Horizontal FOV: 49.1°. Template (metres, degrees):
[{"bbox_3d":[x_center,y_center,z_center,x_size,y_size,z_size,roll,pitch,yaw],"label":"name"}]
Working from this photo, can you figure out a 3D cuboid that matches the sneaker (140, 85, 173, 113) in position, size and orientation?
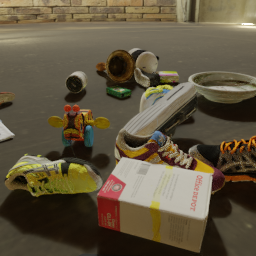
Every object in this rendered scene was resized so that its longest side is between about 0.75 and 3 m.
[{"bbox_3d":[1.433,-0.941,9.745,1.371,0.988,2.610,13,27,25],"label":"sneaker"}]

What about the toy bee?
[{"bbox_3d":[-1.287,-0.079,7.526,1.631,1.354,2.491,-7,26,-16],"label":"toy bee"}]

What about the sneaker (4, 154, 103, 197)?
[{"bbox_3d":[-1.545,1.112,5.800,2.184,0.823,0.834,0,31,24],"label":"sneaker"}]

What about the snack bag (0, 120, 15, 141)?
[{"bbox_3d":[-4.467,0.180,8.307,1.782,0.191,1.680,-19,31,-34],"label":"snack bag"}]

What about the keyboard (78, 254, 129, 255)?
[{"bbox_3d":[0.510,2.184,3.690,2.817,0.558,1.466,0,25,3],"label":"keyboard"}]

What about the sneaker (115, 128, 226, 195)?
[{"bbox_3d":[0.856,0.693,6.117,2.508,1.130,0.940,9,27,18],"label":"sneaker"}]

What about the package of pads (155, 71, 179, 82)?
[{"bbox_3d":[1.899,-2.532,13.800,1.108,0.378,0.856,1,25,1],"label":"package of pads"}]

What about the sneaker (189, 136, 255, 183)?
[{"bbox_3d":[2.743,0.642,6.374,2.665,1.029,1.043,8,28,19],"label":"sneaker"}]

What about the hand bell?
[{"bbox_3d":[-1.016,-3.186,14.620,1.544,1.544,2.966,-13,15,-26],"label":"hand bell"}]

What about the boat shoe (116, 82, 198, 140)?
[{"bbox_3d":[1.022,-0.152,7.974,2.935,1.041,1.058,-37,23,-18],"label":"boat shoe"}]

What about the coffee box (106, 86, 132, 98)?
[{"bbox_3d":[-0.393,-1.554,11.919,0.622,0.222,1.011,-21,33,-39],"label":"coffee box"}]

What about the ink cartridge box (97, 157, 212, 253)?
[{"bbox_3d":[0.535,1.331,5.193,1.842,0.768,1.337,9,27,17],"label":"ink cartridge box"}]

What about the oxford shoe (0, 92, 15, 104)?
[{"bbox_3d":[-4.930,-1.017,10.690,1.329,0.470,0.491,-20,57,-36],"label":"oxford shoe"}]

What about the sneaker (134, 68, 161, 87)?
[{"bbox_3d":[0.945,-2.423,13.374,0.866,0.617,1.746,-9,32,-22],"label":"sneaker"}]

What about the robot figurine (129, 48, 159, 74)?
[{"bbox_3d":[0.658,-3.428,14.679,1.303,1.569,2.089,28,5,-36],"label":"robot figurine"}]

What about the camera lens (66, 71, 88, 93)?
[{"bbox_3d":[-2.230,-2.014,12.232,0.787,0.787,0.984,3,25,6],"label":"camera lens"}]

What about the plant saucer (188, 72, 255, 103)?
[{"bbox_3d":[3.931,-1.608,11.429,2.940,0.738,2.940,0,25,0],"label":"plant saucer"}]
